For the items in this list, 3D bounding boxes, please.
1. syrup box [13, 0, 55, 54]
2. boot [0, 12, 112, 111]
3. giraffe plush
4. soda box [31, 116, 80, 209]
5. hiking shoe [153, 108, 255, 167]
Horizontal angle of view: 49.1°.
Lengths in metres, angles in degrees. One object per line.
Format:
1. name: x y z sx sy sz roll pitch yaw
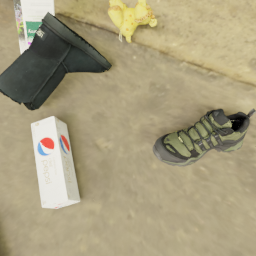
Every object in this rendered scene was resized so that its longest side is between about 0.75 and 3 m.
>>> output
1. syrup box: -2.741 -3.501 8.268 1.086 2.758 1.123 -5 50 -16
2. boot: -2.067 -1.619 8.183 2.489 2.962 1.131 -48 66 11
3. giraffe plush: 0.209 -3.659 9.062 1.251 1.331 1.543 -21 67 26
4. soda box: -1.950 0.910 7.506 0.738 0.789 2.317 -19 69 9
5. hiking shoe: 1.965 0.074 7.359 2.838 1.429 1.075 -13 47 -21
